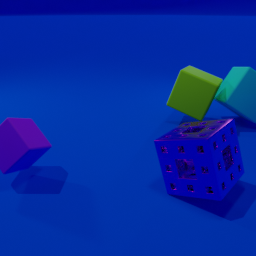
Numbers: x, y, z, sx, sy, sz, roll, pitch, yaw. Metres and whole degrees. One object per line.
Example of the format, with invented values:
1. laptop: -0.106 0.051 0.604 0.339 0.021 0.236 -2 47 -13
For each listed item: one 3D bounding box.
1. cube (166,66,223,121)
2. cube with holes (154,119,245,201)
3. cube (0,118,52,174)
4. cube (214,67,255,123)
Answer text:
1. cube: 2.074 -1.105 8.674 1.186 1.186 1.186 27 27 14
2. cube with holes: 1.452 0.585 5.642 1.175 1.175 1.175 -5 15 44
3. cube: -2.362 0.365 6.036 0.841 0.841 0.841 51 12 9
4. cube: 3.681 -1.072 8.838 1.247 1.247 1.247 31 10 -7
